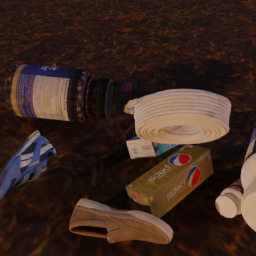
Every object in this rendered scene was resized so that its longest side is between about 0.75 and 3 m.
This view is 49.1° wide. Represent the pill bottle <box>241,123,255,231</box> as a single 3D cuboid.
[{"bbox_3d":[3.351,0.737,5.789,1.718,1.718,2.969,18,44,21],"label":"pill bottle"}]

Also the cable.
[{"bbox_3d":[1.063,-0.168,5.634,1.899,1.899,0.657,16,68,-32],"label":"cable"}]

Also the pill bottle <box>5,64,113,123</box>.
[{"bbox_3d":[-2.003,-1.013,8.557,2.925,1.636,1.636,6,39,3],"label":"pill bottle"}]

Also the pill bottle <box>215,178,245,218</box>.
[{"bbox_3d":[2.458,1.557,6.269,1.047,0.606,0.606,-17,40,-40],"label":"pill bottle"}]

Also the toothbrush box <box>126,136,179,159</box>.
[{"bbox_3d":[0.711,0.365,7.459,0.898,0.523,1.227,-11,8,44],"label":"toothbrush box"}]

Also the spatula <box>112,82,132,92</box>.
[{"bbox_3d":[-0.307,-1.553,10.279,1.122,0.317,0.115,17,15,41],"label":"spatula"}]

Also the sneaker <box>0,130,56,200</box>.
[{"bbox_3d":[-2.474,0.957,6.782,0.881,0.792,2.142,43,40,-14],"label":"sneaker"}]

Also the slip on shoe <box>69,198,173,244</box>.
[{"bbox_3d":[-0.199,2.031,5.665,2.154,0.819,0.652,12,45,19],"label":"slip on shoe"}]

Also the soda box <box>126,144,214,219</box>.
[{"bbox_3d":[1.041,1.208,6.578,2.196,0.703,0.744,-30,26,-32],"label":"soda box"}]
